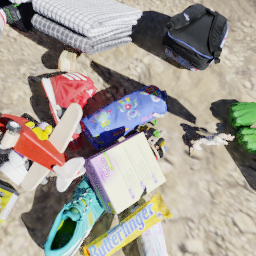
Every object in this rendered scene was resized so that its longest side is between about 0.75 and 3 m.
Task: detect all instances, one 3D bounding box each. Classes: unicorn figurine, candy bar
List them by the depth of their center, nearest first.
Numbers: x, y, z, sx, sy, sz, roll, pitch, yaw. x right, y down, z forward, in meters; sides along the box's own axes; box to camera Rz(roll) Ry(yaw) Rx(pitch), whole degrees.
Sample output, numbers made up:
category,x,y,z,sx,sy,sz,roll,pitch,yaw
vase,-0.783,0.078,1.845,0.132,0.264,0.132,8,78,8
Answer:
category,x,y,z,sx,sy,sz,roll,pitch,yaw
candy bar,-0.072,2.520,6.770,2.553,0.283,0.636,-38,71,11
unicorn figurine,2.411,0.383,8.146,0.811,1.180,0.436,6,55,-27

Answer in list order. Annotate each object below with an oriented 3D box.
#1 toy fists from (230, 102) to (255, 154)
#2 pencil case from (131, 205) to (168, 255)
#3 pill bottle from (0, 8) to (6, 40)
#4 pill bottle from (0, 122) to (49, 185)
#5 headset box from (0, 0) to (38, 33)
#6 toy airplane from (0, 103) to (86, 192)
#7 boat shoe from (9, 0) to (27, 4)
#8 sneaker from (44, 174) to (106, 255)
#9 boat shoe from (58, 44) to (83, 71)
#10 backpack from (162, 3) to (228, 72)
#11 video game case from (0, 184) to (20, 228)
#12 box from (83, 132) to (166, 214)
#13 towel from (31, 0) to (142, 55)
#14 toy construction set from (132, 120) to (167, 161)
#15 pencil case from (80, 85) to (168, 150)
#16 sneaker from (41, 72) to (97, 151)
category,x,y,z,sx,sy,sz,roll,pitch,yaw
toy fists,3.602,-0.025,8.403,0.890,0.601,1.747,-5,62,-11
pencil case,0.582,2.719,6.919,0.695,0.758,1.672,5,61,-32
pill bottle,-5.127,-2.891,9.286,1.527,1.527,2.759,1,63,1
pill bottle,-2.676,0.710,7.806,0.958,0.958,1.706,36,69,16
headset box,-4.128,-4.887,10.566,2.225,1.032,1.937,28,67,13
toy airplane,-1.354,0.345,4.849,1.504,1.497,1.061,-9,18,9
boat shoe,-1.872,-4.065,7.112,0.929,1.024,2.783,39,78,-6
sneaker,-1.161,2.087,7.059,1.052,1.081,2.714,24,65,11
boat shoe,-1.836,-2.556,9.534,0.619,0.684,1.918,10,52,-2
backpack,2.303,-3.039,9.335,2.081,1.603,1.982,36,71,1
video game case,-4.670,2.334,7.348,2.715,0.346,2.453,19,65,10
box,-0.102,1.123,7.206,1.636,0.791,1.439,-27,92,-29
towel,-1.313,-3.536,9.345,2.414,1.248,2.915,30,38,21
toy construction set,0.425,0.334,7.919,1.442,1.108,1.202,-20,65,-9
pencil case,-0.059,-0.320,8.274,2.640,1.030,1.147,-28,58,-12
sneaker,-1.531,-0.725,8.496,1.577,1.069,2.729,-24,67,-10
